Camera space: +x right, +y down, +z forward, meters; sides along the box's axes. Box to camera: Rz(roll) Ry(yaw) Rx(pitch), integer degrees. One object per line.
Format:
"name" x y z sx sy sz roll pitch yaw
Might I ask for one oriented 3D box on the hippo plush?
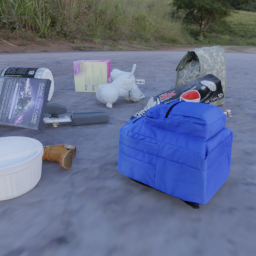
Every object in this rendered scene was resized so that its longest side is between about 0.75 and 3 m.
"hippo plush" -0.462 -1.749 13.969 1.968 1.949 2.447 -41 24 -19

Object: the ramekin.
"ramekin" -3.006 0.958 6.772 1.952 0.909 1.952 0 19 0

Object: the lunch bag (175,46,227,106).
"lunch bag" 3.498 -2.423 13.352 2.352 2.868 1.686 -16 27 -38

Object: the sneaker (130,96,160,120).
"sneaker" 0.486 -0.314 8.952 0.716 1.682 0.648 25 -11 -18

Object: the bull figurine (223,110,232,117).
"bull figurine" 4.243 -0.634 12.255 0.796 0.259 0.483 -9 21 -24

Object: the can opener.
"can opener" -2.058 -0.509 11.151 2.656 0.883 0.699 0 18 -14

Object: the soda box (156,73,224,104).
"soda box" 2.421 -1.232 11.352 2.668 0.845 0.944 -23 32 3

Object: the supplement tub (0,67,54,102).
"supplement tub" -5.526 -2.269 14.645 2.888 1.769 1.769 3 20 5

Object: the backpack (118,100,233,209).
"backpack" 1.054 0.375 6.789 2.484 2.085 2.019 10 14 35

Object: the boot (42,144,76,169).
"boot" -2.074 0.761 7.877 1.045 0.516 1.346 1 20 -1

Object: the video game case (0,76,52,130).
"video game case" -3.658 -0.867 9.168 2.304 1.646 0.219 7 -8 20

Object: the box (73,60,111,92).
"box" -2.131 -3.145 16.999 2.063 1.815 0.998 3 20 9

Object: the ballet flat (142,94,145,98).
"ballet flat" 0.674 -1.755 15.349 0.349 0.349 0.972 9 21 24
